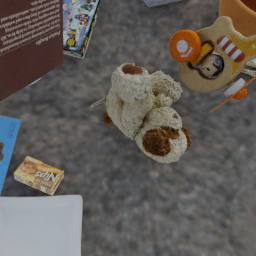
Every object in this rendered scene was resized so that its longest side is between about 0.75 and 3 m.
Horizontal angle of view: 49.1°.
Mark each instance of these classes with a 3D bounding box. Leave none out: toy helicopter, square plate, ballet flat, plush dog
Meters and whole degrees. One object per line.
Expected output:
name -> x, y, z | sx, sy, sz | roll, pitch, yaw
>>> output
toy helicopter -> 2.303, -1.405, 5.627 | 2.779, 1.096, 1.838 | -12, 98, 39
square plate -> -2.452, 3.078, 7.233 | 2.571, 0.369, 2.596 | -1, 78, 0
ballet flat -> 3.334, -1.997, 8.191 | 1.922, 0.614, 0.727 | 16, 83, 4
plush dog -> 0.540, -0.107, 7.156 | 2.169, 2.704, 2.322 | -46, 69, 25

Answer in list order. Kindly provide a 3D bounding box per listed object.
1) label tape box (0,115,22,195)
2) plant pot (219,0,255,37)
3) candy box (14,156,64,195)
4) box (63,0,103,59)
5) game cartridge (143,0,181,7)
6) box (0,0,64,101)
label tape box -> -4.378, 0.597, 7.459 | 2.999, 0.949, 2.163 | 11, 78, 2
plant pot -> 3.749, -3.676, 7.921 | 2.647, 1.853, 2.647 | 0, 79, 0
candy box -> -2.370, 1.271, 7.509 | 1.126, 0.311, 0.650 | 23, 47, 4
box -> -1.822, -3.456, 8.576 | 1.640, 0.478, 2.396 | 14, 78, 3
game cartridge -> 0.943, -5.241, 8.970 | 1.780, 0.555, 2.673 | -13, 78, -7
box -> -2.680, -2.296, 5.531 | 2.017, 2.457, 2.038 | 26, 43, 15
